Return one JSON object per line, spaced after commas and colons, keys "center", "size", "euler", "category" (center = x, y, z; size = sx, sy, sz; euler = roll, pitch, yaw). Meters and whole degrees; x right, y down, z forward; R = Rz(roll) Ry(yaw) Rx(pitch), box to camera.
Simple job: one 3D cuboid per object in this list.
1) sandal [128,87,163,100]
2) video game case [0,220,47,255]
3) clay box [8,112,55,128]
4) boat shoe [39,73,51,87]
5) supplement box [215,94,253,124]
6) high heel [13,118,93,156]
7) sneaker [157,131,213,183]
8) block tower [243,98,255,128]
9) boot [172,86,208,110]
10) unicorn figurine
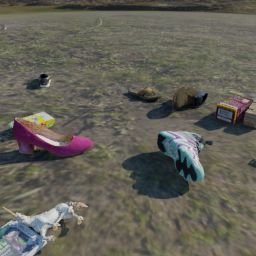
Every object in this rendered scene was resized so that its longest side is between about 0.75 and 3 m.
{"center": [0.821, -1.792, 13.818], "size": [1.873, 0.511, 0.766], "euler": [23, 36, 35], "category": "sandal"}
{"center": [-2.663, 2.645, 6.149], "size": [1.157, 0.149, 1.273], "euler": [18, 34, 30], "category": "video game case"}
{"center": [-3.766, -0.145, 10.980], "size": [1.538, 0.366, 0.883], "euler": [-25, 37, -37], "category": "clay box"}
{"center": [-4.680, -2.789, 15.610], "size": [0.646, 0.528, 1.749], "euler": [-5, 29, -10], "category": "boat shoe"}
{"center": [4.502, -0.819, 11.882], "size": [1.569, 0.672, 0.866], "euler": [-25, 38, -38], "category": "supplement box"}
{"center": [-2.505, 0.217, 9.410], "size": [2.597, 1.246, 0.875], "euler": [2, 29, 4], "category": "high heel"}
{"center": [2.110, 0.714, 8.843], "size": [1.608, 0.894, 2.299], "euler": [-8, 36, -22], "category": "sneaker"}
{"center": [5.487, -0.740, 11.796], "size": [0.667, 0.623, 2.308], "euler": [20, 34, 30], "category": "block tower"}
{"center": [2.809, -1.344, 12.647], "size": [1.139, 0.878, 2.350], "euler": [12, 29, 25], "category": "boot"}
{"center": [-1.876, 2.148, 6.607], "size": [1.158, 0.622, 1.686], "euler": [10, 8, 42], "category": "unicorn figurine"}
